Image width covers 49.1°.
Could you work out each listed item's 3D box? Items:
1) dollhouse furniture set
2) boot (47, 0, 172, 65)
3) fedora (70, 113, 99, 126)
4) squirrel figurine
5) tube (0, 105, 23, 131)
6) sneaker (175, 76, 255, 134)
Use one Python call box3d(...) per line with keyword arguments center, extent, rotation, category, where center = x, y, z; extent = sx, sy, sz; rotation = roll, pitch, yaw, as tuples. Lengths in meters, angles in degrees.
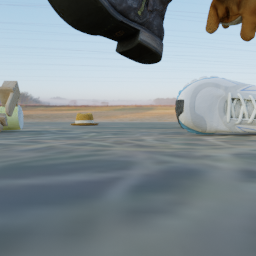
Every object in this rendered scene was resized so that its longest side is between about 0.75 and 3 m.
box3d(center=(-2.516, -0.193, 4.143), extent=(1.705, 0.884, 0.755), rotation=(0, 41, -6), category="dollhouse furniture set")
box3d(center=(-0.056, -2.843, 5.181), extent=(1.020, 2.564, 2.945), rotation=(0, -19, 45), category="boot")
box3d(center=(-1.832, -0.373, 11.836), extent=(1.325, 0.540, 1.325), rotation=(0, 1, 0), category="fedora")
box3d(center=(2.726, -2.691, 5.700), extent=(1.693, 1.814, 1.284), rotation=(19, 24, 30), category="squirrel figurine")
box3d(center=(-2.919, -0.136, 5.138), extent=(1.839, 0.477, 0.533), rotation=(-5, -36, -10), category="tube")
box3d(center=(1.735, -0.280, 3.778), extent=(2.252, 0.844, 0.976), rotation=(-1, 7, -20), category="sneaker")
